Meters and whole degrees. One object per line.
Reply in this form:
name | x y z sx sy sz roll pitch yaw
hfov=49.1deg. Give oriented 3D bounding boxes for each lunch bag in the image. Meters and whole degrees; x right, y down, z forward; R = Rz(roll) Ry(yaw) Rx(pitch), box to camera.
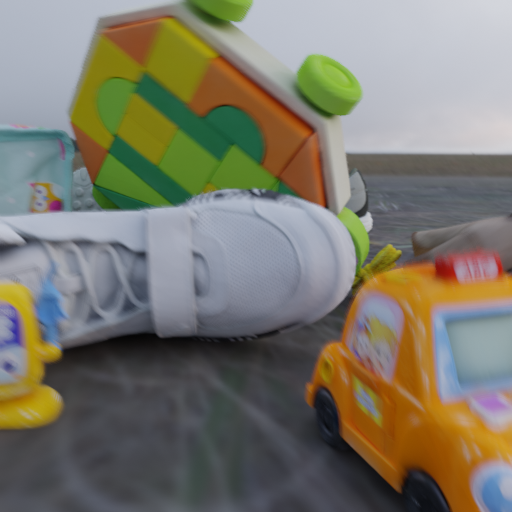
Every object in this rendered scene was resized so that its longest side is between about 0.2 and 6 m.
lunch bag | -3.826 -0.588 6.381 3.200 1.951 2.726 -6 11 -23

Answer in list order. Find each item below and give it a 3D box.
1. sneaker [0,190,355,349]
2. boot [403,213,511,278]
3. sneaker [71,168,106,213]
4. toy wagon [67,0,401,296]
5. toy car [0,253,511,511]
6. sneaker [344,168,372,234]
sneaker | -1.038 0.228 4.028 3.263 1.226 1.875 -1 9 24
boot | 2.345 -0.087 5.755 1.449 0.696 1.981 -20 2 23
sneaker | -1.110 -0.577 8.371 3.458 1.321 1.392 11 12 -4
toy wagon | -0.175 -0.816 5.652 3.711 2.879 0.734 40 41 0
toy car | -0.106 0.518 2.566 3.287 1.094 1.612 0 10 -2
sneaker | 0.410 -1.019 10.545 3.462 1.373 1.280 -1 13 9
